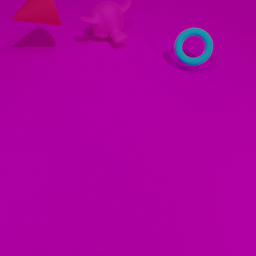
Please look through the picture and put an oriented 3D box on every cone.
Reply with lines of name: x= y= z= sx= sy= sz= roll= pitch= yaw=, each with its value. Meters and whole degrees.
cone: x=-2.867 y=-3.450 z=8.331 sx=1.282 sy=1.277 sz=1.277 roll=-26 pitch=57 yaw=-11

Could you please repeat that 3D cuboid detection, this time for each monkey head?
monkey head: x=-0.574 y=-3.501 z=9.231 sx=1.918 sy=1.156 sz=1.380 roll=-28 pitch=51 yaw=-17

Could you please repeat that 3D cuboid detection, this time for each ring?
ring: x=1.975 y=-2.450 z=8.461 sx=1.141 sy=0.228 sz=1.141 roll=0 pitch=89 yaw=7
